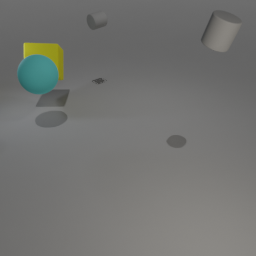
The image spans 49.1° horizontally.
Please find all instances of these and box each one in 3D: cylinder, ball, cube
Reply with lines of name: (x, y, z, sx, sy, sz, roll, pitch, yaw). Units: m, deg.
cylinder: (-1.418, -4.936, 12.839, 0.700, 0.700, 0.700, -30, 41, -30)
ball: (-3.195, -1.901, 9.980, 1.400, 1.400, 1.400, 0, 30, 0)
cube: (-3.625, -2.850, 12.210, 1.400, 1.400, 1.400, 1, 5, -4)
cylinder: (2.152, -2.244, 6.493, 0.700, 0.700, 0.700, 10, 43, -9)
